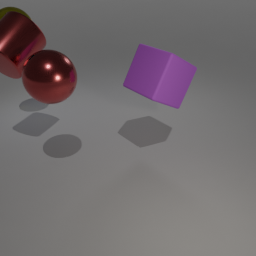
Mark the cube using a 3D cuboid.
[{"bbox_3d":[0.977,-1.581,8.653,1.400,1.400,1.400,11,16,-47],"label":"cube"}]

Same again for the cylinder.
[{"bbox_3d":[-3.390,-2.427,8.289,1.400,1.400,1.400,17,65,26],"label":"cylinder"}]

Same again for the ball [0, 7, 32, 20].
[{"bbox_3d":[-3.985,-3.460,9.740,1.400,1.400,1.400,0,30,0],"label":"ball"}]

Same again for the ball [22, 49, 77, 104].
[{"bbox_3d":[-2.033,-1.325,7.313,1.400,1.400,1.400,0,30,0],"label":"ball"}]
